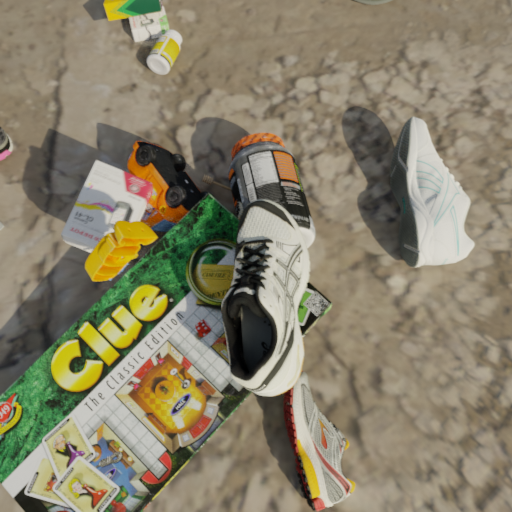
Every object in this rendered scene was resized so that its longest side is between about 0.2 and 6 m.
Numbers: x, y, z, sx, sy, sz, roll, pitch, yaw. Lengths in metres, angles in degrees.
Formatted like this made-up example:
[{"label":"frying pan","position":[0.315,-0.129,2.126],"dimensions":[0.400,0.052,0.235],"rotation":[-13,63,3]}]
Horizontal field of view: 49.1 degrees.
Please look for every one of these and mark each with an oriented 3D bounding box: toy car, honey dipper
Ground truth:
[{"label":"toy car","position":[-2.097,-0.818,9.229],"dimensions":[1.937,3.949,1.314],"rotation":[46,111,2]},{"label":"honey dipper","position":[-0.661,-1.365,10.946],"dimensions":[0.817,0.155,0.155],"rotation":[21,64,-13]}]

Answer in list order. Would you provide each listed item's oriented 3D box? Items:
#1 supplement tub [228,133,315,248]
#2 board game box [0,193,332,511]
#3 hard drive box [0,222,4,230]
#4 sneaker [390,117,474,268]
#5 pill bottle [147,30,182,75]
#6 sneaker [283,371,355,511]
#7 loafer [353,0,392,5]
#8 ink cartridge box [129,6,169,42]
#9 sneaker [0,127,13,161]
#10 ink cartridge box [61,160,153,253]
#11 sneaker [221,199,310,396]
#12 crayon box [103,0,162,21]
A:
[{"label":"supplement tub","position":[0.231,-1.104,10.293],"dimensions":[1.318,1.318,2.150],"rotation":[-10,64,-5]},{"label":"board game box","position":[-1.609,1.768,8.709],"dimensions":[2.788,0.624,5.322],"rotation":[41,80,14]},{"label":"hard drive box","position":[-5.730,-0.388,10.341],"dimensions":[1.203,0.593,1.544],"rotation":[30,67,14]},{"label":"sneaker","position":[3.284,-1.209,10.594],"dimensions":[1.217,1.069,3.038],"rotation":[0,71,-6]},{"label":"pill bottle","position":[-2.008,-4.537,12.429],"dimensions":[0.533,0.533,0.949],"rotation":[18,65,8]},{"label":"sneaker","position":[0.947,2.803,8.742],"dimensions":[0.842,0.798,2.049],"rotation":[-11,74,-10]},{"label":"loafer","position":[2.351,-6.662,13.310],"dimensions":[2.385,0.831,0.897],"rotation":[11,64,5]},{"label":"ink cartridge box","position":[-2.477,-5.349,12.928],"dimensions":[0.848,0.356,0.617],"rotation":[-14,64,-7]},{"label":"sneaker","position":[-5.745,-2.788,11.330],"dimensions":[0.799,0.948,2.167],"rotation":[-34,69,-16]},{"label":"ink cartridge box","position":[-2.452,-0.721,9.297],"dimensions":[1.032,0.598,1.398],"rotation":[22,74,-7]},{"label":"sneaker","position":[0.099,0.461,7.935],"dimensions":[1.109,1.285,2.932],"rotation":[-11,71,22]},{"label":"crayon box","position":[-2.779,-5.829,12.785],"dimensions":[1.211,0.409,1.404],"rotation":[-10,36,-2]}]
